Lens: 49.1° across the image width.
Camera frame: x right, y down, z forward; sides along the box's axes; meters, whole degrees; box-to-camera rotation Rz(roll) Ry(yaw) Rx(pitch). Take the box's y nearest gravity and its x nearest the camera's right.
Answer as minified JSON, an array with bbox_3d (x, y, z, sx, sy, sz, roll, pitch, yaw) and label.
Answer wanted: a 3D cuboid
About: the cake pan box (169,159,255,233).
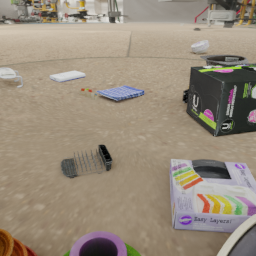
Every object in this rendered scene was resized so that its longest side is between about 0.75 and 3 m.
[{"bbox_3d":[1.561,1.159,5.103,1.548,0.440,1.680,5,25,5],"label":"cake pan box"}]

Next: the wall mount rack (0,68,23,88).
[{"bbox_3d":[-5.346,-2.013,11.724,1.635,0.702,1.882,-9,26,-26],"label":"wall mount rack"}]

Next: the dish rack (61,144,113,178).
[{"bbox_3d":[-0.936,0.734,6.180,1.082,0.295,0.830,-8,25,-15],"label":"dish rack"}]

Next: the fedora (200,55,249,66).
[{"bbox_3d":[4.366,-2.747,12.854,2.183,0.986,1.931,-10,27,-20],"label":"fedora"}]

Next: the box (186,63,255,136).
[{"bbox_3d":[3.294,-0.941,8.265,2.532,1.574,1.880,-6,25,-14],"label":"box"}]

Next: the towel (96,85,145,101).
[{"bbox_3d":[-0.248,-1.375,10.644,1.139,0.188,1.574,23,28,37],"label":"towel"}]

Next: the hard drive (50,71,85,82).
[{"bbox_3d":[-2.823,-2.426,13.122,1.380,0.175,0.911,-22,33,-39],"label":"hard drive"}]

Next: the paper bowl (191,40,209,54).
[{"bbox_3d":[4.862,-5.384,18.771,1.150,0.598,1.150,-19,26,9],"label":"paper bowl"}]

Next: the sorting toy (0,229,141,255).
[{"bbox_3d":[-0.986,1.669,3.191,2.661,1.092,1.599,-3,25,-8],"label":"sorting toy"}]

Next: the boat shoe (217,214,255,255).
[{"bbox_3d":[2.047,1.594,3.521,2.683,0.975,0.841,-11,25,-34],"label":"boat shoe"}]

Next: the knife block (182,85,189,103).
[{"bbox_3d":[2.617,-1.171,10.104,1.394,0.446,1.224,-1,26,-4],"label":"knife block"}]

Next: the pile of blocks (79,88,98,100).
[{"bbox_3d":[-1.444,-1.355,10.640,1.045,0.325,0.429,23,34,40],"label":"pile of blocks"}]
